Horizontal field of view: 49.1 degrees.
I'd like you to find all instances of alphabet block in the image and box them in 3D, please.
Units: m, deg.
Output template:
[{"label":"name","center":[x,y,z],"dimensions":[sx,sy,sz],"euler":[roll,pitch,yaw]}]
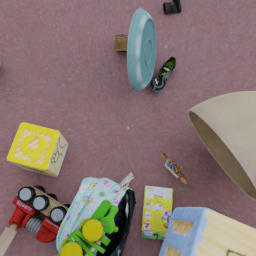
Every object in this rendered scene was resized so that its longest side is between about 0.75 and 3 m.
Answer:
[{"label":"alphabet block","center":[-2.524,0.658,8.038],"dimensions":[1.177,1.199,1.171],"euler":[12,70,4]},{"label":"alphabet block","center":[2.082,3.352,6.340],"dimensions":[2.419,2.363,2.376],"euler":[23,74,1]}]

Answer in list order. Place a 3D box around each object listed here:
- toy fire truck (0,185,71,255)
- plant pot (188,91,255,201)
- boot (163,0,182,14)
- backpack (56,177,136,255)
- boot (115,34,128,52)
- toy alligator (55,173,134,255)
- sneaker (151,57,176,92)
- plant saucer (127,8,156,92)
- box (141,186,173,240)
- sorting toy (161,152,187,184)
[{"label":"toy fire truck","center":[-2.586,2.639,7.479],"dimensions":[1.600,1.170,1.818],"euler":[29,84,9]},{"label":"plant pot","center":[3.117,0.137,7.152],"dimensions":[1.882,2.804,2.804],"euler":[-36,74,3]},{"label":"boot","center":[1.599,-4.635,10.372],"dimensions":[0.648,0.326,0.867],"euler":[-6,71,-2]},{"label":"backpack","center":[-0.758,2.512,7.034],"dimensions":[1.597,2.105,2.523],"euler":[18,66,11]},{"label":"boot","center":[0.159,-2.839,9.391],"dimensions":[1.509,0.555,0.569],"euler":[8,89,41]},{"label":"toy alligator","center":[-0.596,2.136,5.828],"dimensions":[0.737,0.806,2.718],"euler":[46,70,0]},{"label":"sneaker","center":[1.168,-1.800,9.236],"dimensions":[0.496,0.580,1.400],"euler":[30,73,12]},{"label":"plant saucer","center":[0.489,-2.292,8.429],"dimensions":[0.332,2.424,2.424],"euler":[6,70,18]},{"label":"box","center":[0.823,2.384,7.899],"dimensions":[0.820,0.338,1.397],"euler":[6,68,2]},{"label":"sorting toy","center":[1.350,1.131,7.993],"dimensions":[1.060,0.511,0.179],"euler":[44,112,3]}]
